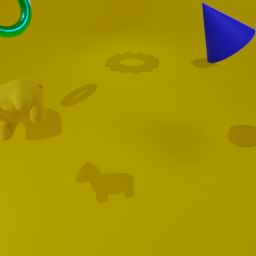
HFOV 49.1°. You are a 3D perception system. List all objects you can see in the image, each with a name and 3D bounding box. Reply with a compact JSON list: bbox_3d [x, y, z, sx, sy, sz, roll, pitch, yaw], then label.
[{"bbox_3d":[1.788,-2.071,5.645,1.070,1.074,1.070,-37,19,15],"label":"cone"},{"bbox_3d":[-3.295,-3.159,7.357,1.533,1.533,0.307,-32,23,-30],"label":"ring"},{"bbox_3d":[-2.060,-0.506,4.743,1.453,0.797,1.430,-24,49,11],"label":"cow figurine"}]
